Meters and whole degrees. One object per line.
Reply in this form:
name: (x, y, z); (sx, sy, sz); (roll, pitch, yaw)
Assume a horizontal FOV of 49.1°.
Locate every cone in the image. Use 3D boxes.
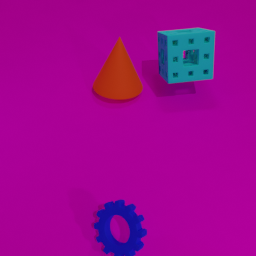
cone: (-0.278, -1.949, 8.415); (1.593, 1.599, 1.593); (2, 38, -2)

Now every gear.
gear: (-0.162, 1.931, 5.357); (1.069, 1.069, 0.198); (35, 14, 28)

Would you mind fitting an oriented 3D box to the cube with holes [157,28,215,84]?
cube with holes: (1.654, -2.165, 8.248); (1.303, 1.302, 1.302); (-7, 24, -4)
